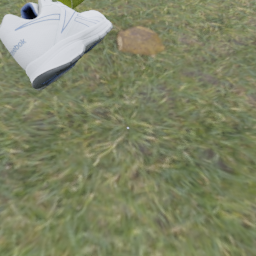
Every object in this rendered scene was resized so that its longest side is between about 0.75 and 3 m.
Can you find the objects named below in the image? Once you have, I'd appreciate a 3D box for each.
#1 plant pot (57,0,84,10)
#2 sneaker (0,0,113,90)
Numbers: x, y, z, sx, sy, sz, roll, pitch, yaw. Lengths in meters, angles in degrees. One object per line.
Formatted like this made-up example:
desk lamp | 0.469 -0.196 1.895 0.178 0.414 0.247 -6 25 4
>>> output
plant pot | -1.105 -3.987 6.788 1.690 1.582 1.582 -36 61 -13
sneaker | -1.064 -1.667 4.654 0.975 1.139 2.616 -31 19 28
